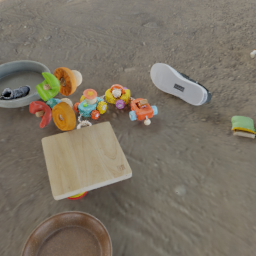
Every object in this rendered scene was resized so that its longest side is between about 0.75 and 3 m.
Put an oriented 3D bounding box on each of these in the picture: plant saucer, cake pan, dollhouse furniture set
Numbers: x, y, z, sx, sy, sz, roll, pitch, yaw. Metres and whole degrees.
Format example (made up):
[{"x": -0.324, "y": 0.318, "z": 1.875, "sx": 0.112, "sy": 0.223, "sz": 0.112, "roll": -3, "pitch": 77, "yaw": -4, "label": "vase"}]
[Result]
[{"x": -1.299, "y": 2.750, "z": 6.049, "sx": 1.931, "sy": 0.353, "sz": 1.931, "roll": 0, "pitch": 46, "yaw": 0, "label": "plant saucer"}, {"x": -4.239, "y": -1.684, "z": 10.695, "sx": 2.617, "sy": 0.480, "sz": 2.617, "roll": 0, "pitch": 46, "yaw": 0, "label": "cake pan"}, {"x": 4.312, "y": -0.142, "z": 9.030, "sx": 1.793, "sy": 0.692, "sz": 0.896, "roll": 9, "pitch": 46, "yaw": 9, "label": "dollhouse furniture set"}]

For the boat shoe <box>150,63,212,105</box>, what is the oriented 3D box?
[{"x": 1.919, "y": -1.608, "z": 10.461, "sx": 0.756, "sy": 0.916, "sz": 2.670, "roll": -3, "pitch": 35, "yaw": -46, "label": "boat shoe"}]

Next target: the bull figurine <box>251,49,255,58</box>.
[{"x": 6.527, "y": -3.027, "z": 11.781, "sx": 1.539, "sy": 0.825, "sz": 2.535, "roll": -27, "pitch": 51, "yaw": -24, "label": "bull figurine"}]

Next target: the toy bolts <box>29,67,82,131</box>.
[{"x": -2.034, "y": -0.752, "z": 9.005, "sx": 1.389, "sy": 2.003, "sz": 1.913, "roll": -26, "pitch": 81, "yaw": -43, "label": "toy bolts"}]

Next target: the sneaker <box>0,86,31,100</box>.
[{"x": -4.019, "y": -1.240, "z": 10.005, "sx": 1.180, "sy": 0.672, "sz": 0.445, "roll": -32, "pitch": 89, "yaw": -23, "label": "sneaker"}]

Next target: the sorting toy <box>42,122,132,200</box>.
[{"x": -1.194, "y": 0.971, "z": 7.910, "sx": 2.051, "sy": 0.718, "sz": 2.064, "roll": -15, "pitch": 47, "yaw": -14, "label": "sorting toy"}]

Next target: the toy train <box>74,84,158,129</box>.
[{"x": -0.491, "y": -0.811, "z": 9.569, "sx": 2.759, "sy": 0.767, "sz": 2.073, "roll": -12, "pitch": 43, "yaw": -11, "label": "toy train"}]
